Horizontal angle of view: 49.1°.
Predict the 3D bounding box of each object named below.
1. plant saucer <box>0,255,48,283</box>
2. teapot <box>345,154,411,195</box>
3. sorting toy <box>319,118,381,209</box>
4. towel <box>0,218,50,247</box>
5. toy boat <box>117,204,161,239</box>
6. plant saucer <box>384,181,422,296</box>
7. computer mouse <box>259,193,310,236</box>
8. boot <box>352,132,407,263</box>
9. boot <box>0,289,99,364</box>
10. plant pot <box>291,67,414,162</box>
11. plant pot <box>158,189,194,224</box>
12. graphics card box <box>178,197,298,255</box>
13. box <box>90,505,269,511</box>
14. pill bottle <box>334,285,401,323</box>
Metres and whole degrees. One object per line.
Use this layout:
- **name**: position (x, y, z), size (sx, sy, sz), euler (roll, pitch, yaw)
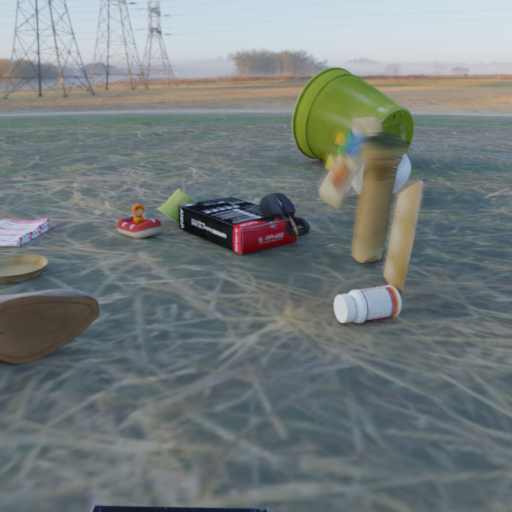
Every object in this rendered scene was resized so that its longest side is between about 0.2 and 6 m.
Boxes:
- **plant saucer**: position (-4.104, 0.234, 9.498), size (1.107, 0.196, 1.107), euler (0, 18, 0)
- **teapot**: position (3.054, -2.213, 15.053), size (1.953, 1.426, 1.928), euler (20, 45, -9)
- **sorting toy**: position (1.860, -2.118, 12.355), size (0.348, 1.935, 2.597), euler (23, 9, -10)
- **towel**: position (-5.147, -0.512, 11.681), size (1.147, 0.234, 1.567), euler (1, 19, 6)
- **toy boat**: position (-2.451, -0.763, 11.740), size (1.014, 0.663, 0.662), euler (15, 24, 38)
- **plant saucer**: position (2.112, -0.274, 8.164), size (0.299, 1.689, 1.689), euler (10, 20, 13)
- **computer mouse**: position (0.534, -0.842, 10.628), size (0.643, 0.374, 2.195), euler (-2, 20, -15)
- **boot**: position (2.050, -0.908, 9.583), size (0.728, 2.202, 1.929), euler (13, 21, 17)
- **boot**: position (-3.460, 0.683, 7.000), size (2.484, 0.873, 1.816), euler (-16, 27, -31)
- **plant pot**: position (3.569, -4.525, 19.606), size (3.400, 3.400, 3.273), euler (-14, 34, -35)
- **plant pot**: position (-1.721, -1.116, 12.433), size (0.676, 0.622, 0.676), euler (35, 4, -3)
- **graphics card box**: position (-0.422, -0.683, 11.607), size (1.463, 0.593, 2.332), euler (-15, 25, -36)
- **box**: position (-0.437, 1.963, 3.040), size (1.020, 1.011, 0.628), euler (1, 19, 2)
- **pill bottle**: position (1.535, 0.679, 7.753), size (0.841, 0.461, 0.461), euler (-7, 20, -19)
